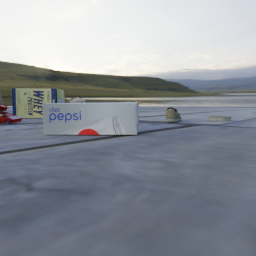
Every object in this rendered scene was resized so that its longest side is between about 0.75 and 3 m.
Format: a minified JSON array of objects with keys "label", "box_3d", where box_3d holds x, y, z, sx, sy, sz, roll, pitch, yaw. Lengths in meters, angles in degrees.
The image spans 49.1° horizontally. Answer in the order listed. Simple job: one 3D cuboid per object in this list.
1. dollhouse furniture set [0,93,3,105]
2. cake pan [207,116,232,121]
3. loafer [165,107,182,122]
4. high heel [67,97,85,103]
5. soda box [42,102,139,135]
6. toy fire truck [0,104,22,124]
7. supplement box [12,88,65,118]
[{"label":"dollhouse furniture set","box_3d":[-6.414,-0.462,10.065,2.850,2.442,2.997,-1,40,-8]},{"label":"cake pan","box_3d":[3.610,-0.382,11.064,0.961,0.176,0.961,0,6,0]},{"label":"loafer","box_3d":[1.739,-0.524,10.619,0.583,0.540,1.550,1,6,13]},{"label":"high heel","box_3d":[-2.770,-1.016,13.604,1.677,0.840,2.352,9,-8,22]},{"label":"soda box","box_3d":[-0.821,-0.223,6.452,2.141,0.731,0.679,0,5,4]},{"label":"toy fire truck","box_3d":[-4.222,-0.386,9.476,0.888,0.593,1.057,19,9,7]},{"label":"supplement box","box_3d":[-4.173,-1.187,13.359,1.992,1.338,1.990,0,5,-2]}]
